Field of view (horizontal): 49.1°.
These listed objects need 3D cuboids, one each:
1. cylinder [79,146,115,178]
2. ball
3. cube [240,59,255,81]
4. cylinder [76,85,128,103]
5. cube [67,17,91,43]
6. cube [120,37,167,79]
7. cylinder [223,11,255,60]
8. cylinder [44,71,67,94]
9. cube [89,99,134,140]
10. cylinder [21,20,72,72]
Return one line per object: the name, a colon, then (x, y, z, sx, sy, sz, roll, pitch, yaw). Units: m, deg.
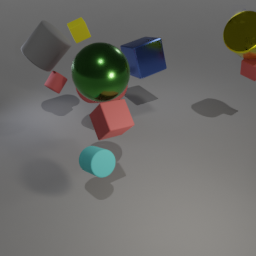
cylinder: (-0.791, 0.845, 7.126, 0.700, 0.700, 0.700, -22, 17, -32)
ball: (-0.647, -1.330, 6.734, 1.400, 1.400, 1.400, 0, 31, 0)
cube: (4.910, -2.396, 10.915, 0.700, 0.700, 0.700, -36, 50, -15)
cylinder: (-0.966, -1.630, 10.158, 1.400, 1.400, 1.400, -29, 20, -39)
cube: (-2.094, -4.174, 11.959, 0.700, 0.700, 0.700, -26, 42, -3)
cube: (0.693, -3.193, 12.623, 1.400, 1.400, 1.400, -25, 28, -17)
cylinder: (4.290, -3.249, 9.961, 1.400, 1.400, 1.400, 24, 15, 34)
cylinder: (-2.974, -1.889, 11.567, 0.700, 0.700, 0.700, 29, -4, 3)
cube: (-0.398, -0.198, 6.728, 0.700, 0.700, 0.700, -14, 76, -34)
cylinder: (-3.172, -3.176, 10.920, 1.400, 1.400, 1.400, 41, 14, -13)
